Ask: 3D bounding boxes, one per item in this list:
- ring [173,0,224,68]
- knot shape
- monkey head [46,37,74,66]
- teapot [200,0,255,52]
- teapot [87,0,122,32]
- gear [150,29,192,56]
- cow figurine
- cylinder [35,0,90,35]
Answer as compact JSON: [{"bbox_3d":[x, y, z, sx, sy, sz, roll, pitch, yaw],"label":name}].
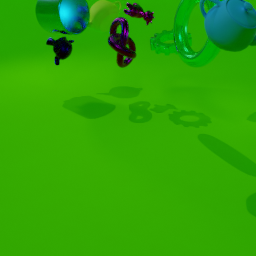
[{"bbox_3d":[1.753,-2.527,7.049,0.394,1.970,1.970,-7,29,-22],"label":"ring"},{"bbox_3d":[-0.211,-2.923,9.418,0.767,1.554,1.661,-15,-2,9],"label":"knot shape"},{"bbox_3d":[-2.501,-2.930,10.251,0.876,0.734,1.218,21,73,20],"label":"monkey head"},{"bbox_3d":[2.034,-1.952,5.225,1.631,0.798,1.014,28,59,-6],"label":"teapot"},{"bbox_3d":[-1.054,-4.388,10.911,1.996,1.241,0.977,-35,77,-14],"label":"teapot"},{"bbox_3d":[1.355,-2.736,8.878,1.304,0.241,1.304,-6,43,6],"label":"gear"},{"bbox_3d":[0.408,-3.863,9.475,0.892,0.497,0.906,41,36,17],"label":"cow figurine"},{"bbox_3d":[-2.241,-3.946,9.648,1.352,1.352,1.352,19,34,38],"label":"cylinder"}]
